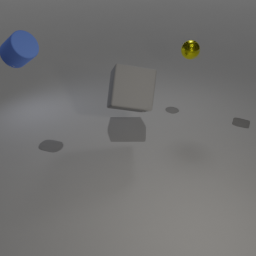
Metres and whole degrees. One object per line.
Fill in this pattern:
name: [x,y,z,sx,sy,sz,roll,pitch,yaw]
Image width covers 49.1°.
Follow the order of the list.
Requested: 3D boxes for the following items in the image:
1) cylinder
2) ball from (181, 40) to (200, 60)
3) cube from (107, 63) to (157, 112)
cylinder: [-2.660,-1.913,6.847,0.700,0.700,0.700,-16,13,43]
ball: [2.318,-2.898,10.384,0.700,0.700,0.700,0,29,0]
cube: [0.087,-1.339,9.817,1.400,1.400,1.400,7,0,-10]
